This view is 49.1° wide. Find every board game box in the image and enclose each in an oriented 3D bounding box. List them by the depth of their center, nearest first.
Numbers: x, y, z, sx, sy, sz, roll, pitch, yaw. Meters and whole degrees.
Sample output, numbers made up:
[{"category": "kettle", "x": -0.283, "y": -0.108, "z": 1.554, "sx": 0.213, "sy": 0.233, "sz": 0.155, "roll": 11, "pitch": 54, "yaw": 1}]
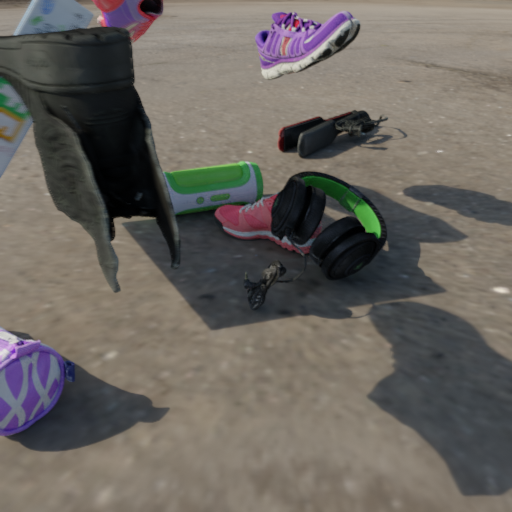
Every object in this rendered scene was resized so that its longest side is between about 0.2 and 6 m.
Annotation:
[{"category": "board game box", "x": -3.199, "y": -2.352, "z": 7.763, "sx": 0.606, "sy": 2.381, "sz": 3.542, "roll": 29, "pitch": 7, "yaw": -25}]

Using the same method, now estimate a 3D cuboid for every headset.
[{"category": "headset", "x": 0.863, "y": -0.251, "z": 8.602, "sx": 1.810, "sy": 1.377, "sz": 2.931, "roll": 39, "pitch": 38, "yaw": 9}]

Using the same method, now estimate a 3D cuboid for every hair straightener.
[{"category": "hair straightener", "x": 2.230, "y": -3.115, "z": 14.228, "sx": 3.597, "sy": 0.736, "sz": 1.384, "roll": -21, "pitch": 36, "yaw": -40}]

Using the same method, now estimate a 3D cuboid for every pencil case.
[{"category": "pencil case", "x": -3.348, "y": 1.076, "z": 6.357, "sx": 2.562, "sy": 1.095, "sz": 1.075, "roll": 16, "pitch": 29, "yaw": 27}]

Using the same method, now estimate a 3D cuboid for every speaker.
[{"category": "speaker", "x": -0.937, "y": -1.279, "z": 10.676, "sx": 2.041, "sy": 0.903, "sz": 0.903, "roll": -10, "pitch": 32, "yaw": -17}]

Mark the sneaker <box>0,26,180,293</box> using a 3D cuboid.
[{"category": "sneaker", "x": -1.586, "y": -1.085, "z": 4.986, "sx": 0.991, "sy": 1.722, "sz": 3.301, "roll": -18, "pitch": 27, "yaw": -25}]

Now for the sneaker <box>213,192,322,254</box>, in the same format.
[{"category": "sneaker", "x": 0.224, "y": -0.738, "z": 9.693, "sx": 2.089, "sy": 0.906, "sz": 0.770, "roll": 14, "pitch": 33, "yaw": 24}]

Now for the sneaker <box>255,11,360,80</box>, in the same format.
[{"category": "sneaker", "x": 0.674, "y": -3.606, "z": 9.272, "sx": 0.968, "sy": 1.002, "sz": 2.401, "roll": -36, "pitch": 23, "yaw": -26}]

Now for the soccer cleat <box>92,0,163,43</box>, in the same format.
[{"category": "soccer cleat", "x": -1.884, "y": -3.847, "z": 8.706, "sx": 1.094, "sy": 0.955, "sz": 2.862, "roll": 17, "pitch": 4, "yaw": -6}]
